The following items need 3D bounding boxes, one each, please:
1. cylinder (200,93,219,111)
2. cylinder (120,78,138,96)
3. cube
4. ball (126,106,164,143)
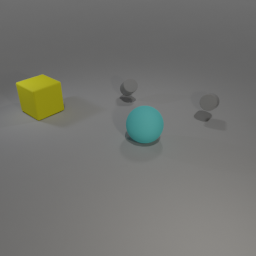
[{"bbox_3d":[3.400,-1.087,11.657,0.700,0.700,0.700,14,15,23],"label":"cylinder"},{"bbox_3d":[0.032,-1.951,13.406,0.700,0.700,0.700,-10,-6,-17],"label":"cylinder"},{"bbox_3d":[-3.891,-1.395,12.496,1.400,1.400,1.400,26,40,34],"label":"cube"},{"bbox_3d":[0.622,-0.130,10.400,1.400,1.400,1.400,0,30,0],"label":"ball"}]
